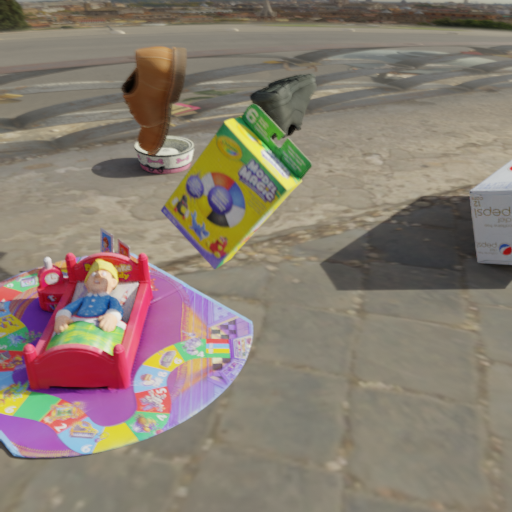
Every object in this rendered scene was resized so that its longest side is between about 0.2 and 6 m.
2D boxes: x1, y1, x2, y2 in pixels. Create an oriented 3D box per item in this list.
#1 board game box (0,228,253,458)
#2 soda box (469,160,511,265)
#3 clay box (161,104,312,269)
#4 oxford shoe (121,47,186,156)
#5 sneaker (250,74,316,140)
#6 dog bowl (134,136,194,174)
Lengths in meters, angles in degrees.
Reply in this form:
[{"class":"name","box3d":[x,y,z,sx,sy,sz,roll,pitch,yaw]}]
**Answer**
[{"class":"board game box","box3d":[-2.805,0.880,9.261,5.387,1.049,4.256,25,37,37]},{"class":"soda box","box3d":[6.465,-1.407,12.433,1.531,1.638,4.810,4,25,44]},{"class":"clay box","box3d":[-0.347,-0.983,8.279,1.315,2.288,0.545,47,39,5]},{"class":"oxford shoe","box3d":[-1.645,-2.339,8.484,0.814,2.285,0.815,3,64,-17]},{"class":"sneaker","box3d":[0.562,-2.741,10.277,0.810,0.968,2.132,-2,26,32]},{"class":"dog bowl","box3d":[-2.686,-2.963,16.491,1.740,0.642,1.740,1,30,-1]}]
